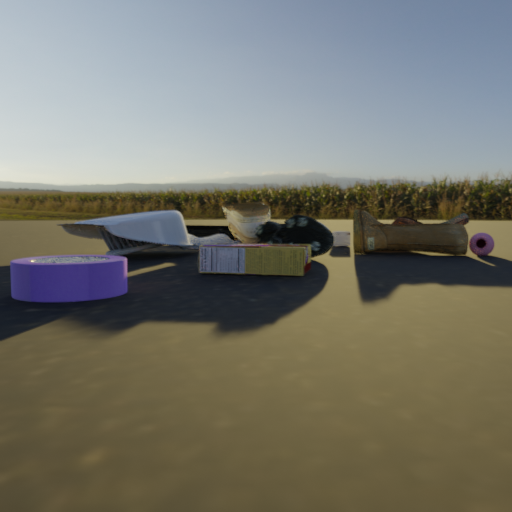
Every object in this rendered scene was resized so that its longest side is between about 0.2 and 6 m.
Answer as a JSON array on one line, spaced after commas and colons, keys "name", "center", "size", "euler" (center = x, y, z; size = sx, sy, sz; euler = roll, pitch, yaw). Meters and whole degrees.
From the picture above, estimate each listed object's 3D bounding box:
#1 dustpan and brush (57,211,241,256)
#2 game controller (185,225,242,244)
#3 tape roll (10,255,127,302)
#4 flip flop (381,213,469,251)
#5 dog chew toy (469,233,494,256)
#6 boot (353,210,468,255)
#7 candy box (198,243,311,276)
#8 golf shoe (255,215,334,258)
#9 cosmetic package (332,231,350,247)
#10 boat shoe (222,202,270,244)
[{"name": "dustpan and brush", "center": [-1.874, -0.399, 11.543], "size": [3.667, 1.050, 2.560], "euler": [-12, 9, -35]}, {"name": "game controller", "center": [-0.861, -0.600, 14.756], "size": [2.924, 0.616, 1.526], "euler": [2, 5, 17]}, {"name": "tape roll", "center": [-2.031, 0.225, 6.135], "size": [1.205, 0.395, 1.205], "euler": [0, 6, 0]}, {"name": "flip flop", "center": [3.536, -0.628, 12.634], "size": [2.361, 0.680, 0.958], "euler": [-18, 1, 20]}, {"name": "dog chew toy", "center": [4.556, -0.216, 11.287], "size": [0.472, 0.472, 0.758], "euler": [2, -2, 26]}, {"name": "boot", "center": [3.222, -0.478, 12.052], "size": [2.239, 0.740, 1.960], "euler": [0, 25, 10]}, {"name": "candy box", "center": [0.004, 0.039, 8.183], "size": [1.518, 0.429, 0.886], "euler": [3, 5, 12]}, {"name": "golf shoe", "center": [0.882, -0.381, 11.066], "size": [0.934, 0.819, 2.121], "euler": [2, 3, -36]}, {"name": "cosmetic package", "center": [2.117, -0.426, 13.939], "size": [0.368, 0.368, 0.447], "euler": [-1, 3, -2]}, {"name": "boat shoe", "center": [-0.218, -0.723, 13.141], "size": [1.062, 0.997, 2.881], "euler": [-6, 9, -4]}]
